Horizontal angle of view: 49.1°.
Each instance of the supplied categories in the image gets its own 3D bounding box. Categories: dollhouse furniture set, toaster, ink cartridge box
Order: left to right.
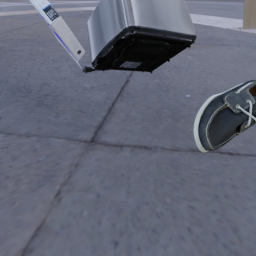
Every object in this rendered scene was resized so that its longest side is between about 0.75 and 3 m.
[{"bbox_3d":[-2.390,-3.419,9.758,0.501,2.307,2.286,-38,59,-3],"label":"ink cartridge box"},{"bbox_3d":[0.157,-2.452,7.380,2.417,1.434,2.185,-4,-12,-32],"label":"toaster"},{"bbox_3d":[3.274,-1.712,4.404,2.525,1.309,1.118,17,30,42],"label":"dollhouse furniture set"}]

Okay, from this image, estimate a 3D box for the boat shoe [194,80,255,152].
[{"bbox_3d":[1.890,-0.307,4.759,2.157,0.774,0.729,-32,14,-32],"label":"boat shoe"}]
